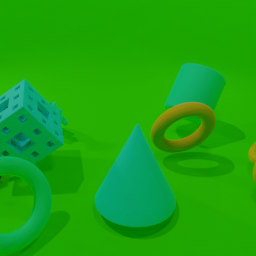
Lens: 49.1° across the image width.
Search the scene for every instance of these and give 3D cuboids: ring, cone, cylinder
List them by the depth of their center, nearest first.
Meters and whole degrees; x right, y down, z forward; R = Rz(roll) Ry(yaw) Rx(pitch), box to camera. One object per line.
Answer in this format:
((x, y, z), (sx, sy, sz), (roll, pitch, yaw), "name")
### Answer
((-2.029, 1.263, 4.689), (0.318, 1.588, 1.588), (-20, 9, 47), "ring")
((0.158, 0.683, 5.290), (1.608, 1.614, 1.608), (1, 22, 0), "cone")
((1.288, 0.026, 6.524), (1.564, 1.564, 0.313), (-7, 48, -12), "ring")
((1.839, -0.914, 7.719), (1.287, 1.287, 1.287), (24, -3, 1), "cylinder")

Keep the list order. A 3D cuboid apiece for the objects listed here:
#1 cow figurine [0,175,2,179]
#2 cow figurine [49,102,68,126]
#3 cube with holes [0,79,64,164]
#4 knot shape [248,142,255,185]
((-3.108, 0.787, 6.095), (0.882, 0.484, 0.868), (37, 57, -15), "cow figurine")
((-2.066, -0.326, 7.741), (0.891, 0.877, 0.489), (9, 49, 50), "cow figurine")
((-2.359, -0.031, 6.236), (1.241, 1.241, 1.241), (-33, 38, 7), "cube with holes")
((2.973, 0.469, 5.822), (0.726, 1.571, 1.470), (8, 20, 16), "knot shape")
